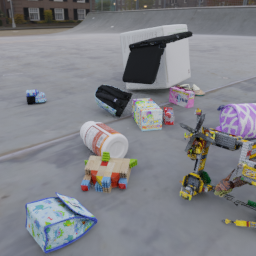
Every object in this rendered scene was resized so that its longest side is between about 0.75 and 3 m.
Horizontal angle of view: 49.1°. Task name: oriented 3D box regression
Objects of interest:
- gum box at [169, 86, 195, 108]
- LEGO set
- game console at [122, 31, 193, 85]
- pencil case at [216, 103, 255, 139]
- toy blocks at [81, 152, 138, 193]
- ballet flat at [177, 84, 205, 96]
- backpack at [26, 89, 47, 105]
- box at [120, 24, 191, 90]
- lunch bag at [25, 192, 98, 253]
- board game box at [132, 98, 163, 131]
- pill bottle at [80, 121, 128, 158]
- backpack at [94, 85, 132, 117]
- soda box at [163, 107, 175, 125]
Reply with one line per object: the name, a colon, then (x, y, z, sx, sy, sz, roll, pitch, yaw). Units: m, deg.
gum box: (2.431, -1.438, 12.848, 0.413, 0.709, 1.249, -17, 29, -34)
LEGO set: (2.093, 0.961, 5.649, 2.724, 2.095, 1.578, 28, 18, 34)
game console: (1.120, -2.885, 11.553, 2.307, 1.527, 2.623, -22, 20, -23)
pencil case: (4.445, -0.182, 9.249, 2.922, 1.249, 1.226, -1, 55, -12)
toy blocks: (-0.543, 1.187, 7.033, 1.442, 0.721, 0.986, 3, 35, 10)
ballet flat: (3.194, -1.975, 14.338, 1.523, 0.512, 0.518, 6, 24, 13)
backpack: (-4.266, -1.468, 13.088, 0.878, 0.590, 0.801, -4, 23, -13)
box: (1.534, -3.754, 14.859, 2.566, 2.995, 2.980, 5, 20, 34)
lunch bag: (-1.314, 1.775, 5.540, 1.128, 0.719, 0.959, -5, 19, -39)
board game box: (0.706, -0.546, 10.714, 0.792, 0.778, 1.510, -5, 24, -12)
pill bottle: (-0.785, 0.357, 8.481, 0.905, 0.905, 1.613, -16, 28, -32)
backpack: (-0.716, -1.180, 11.551, 1.421, 1.093, 1.160, 29, 70, -1)
soda box: (1.611, -0.489, 11.118, 0.385, 0.348, 1.099, 3, 23, 3)
